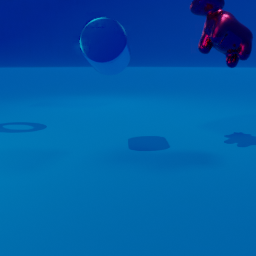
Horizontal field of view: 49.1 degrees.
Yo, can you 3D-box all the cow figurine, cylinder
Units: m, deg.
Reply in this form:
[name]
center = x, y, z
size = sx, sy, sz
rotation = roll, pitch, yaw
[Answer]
[cow figurine]
center = 1.682, -1.855, 4.952
size = 1.283, 1.262, 0.704
rotation = 25, -20, -11
[cylinder]
center = -0.372, -1.392, 4.895
size = 0.785, 0.785, 0.785
rotation = 1, -3, 5
